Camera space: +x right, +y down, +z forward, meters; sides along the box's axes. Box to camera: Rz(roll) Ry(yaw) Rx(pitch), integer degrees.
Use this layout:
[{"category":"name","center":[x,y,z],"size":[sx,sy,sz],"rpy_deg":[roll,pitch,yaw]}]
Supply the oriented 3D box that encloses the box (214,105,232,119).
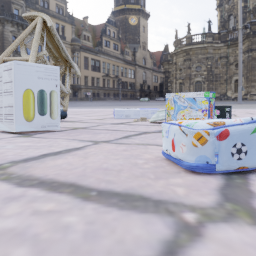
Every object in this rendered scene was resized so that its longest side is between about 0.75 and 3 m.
[{"category":"box","center":[3.134,-0.469,10.287],"size":[1.170,0.727,0.869],"rpy_deg":[1,5,9]}]

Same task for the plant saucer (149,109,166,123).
[{"category":"plant saucer","center":[1.697,-0.588,11.570],"size":[1.741,0.437,1.741],"rpy_deg":[-12,1,0]}]

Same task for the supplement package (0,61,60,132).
[{"category":"supplement package","center":[-2.837,-0.831,7.891],"size":[1.350,1.793,1.360],"rpy_deg":[3,4,44]}]

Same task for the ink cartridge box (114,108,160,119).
[{"category":"ink cartridge box","center":[0.452,-0.791,15.300],"size":[2.440,0.539,1.147],"rpy_deg":[0,6,-5]}]

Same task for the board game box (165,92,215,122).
[{"category":"board game box","center":[1.761,-0.474,8.156],"size":[0.281,1.105,1.633],"rpy_deg":[-2,4,-37]}]

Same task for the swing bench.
[{"category":"swing bench","center":[-3.212,-2.544,10.976],"size":[1.784,2.749,2.735],"rpy_deg":[6,-29,20]}]

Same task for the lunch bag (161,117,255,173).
[{"category":"lunch bag","center":[1.298,0.160,3.636],"size":[1.634,0.617,1.309],"rpy_deg":[-2,3,-11]}]

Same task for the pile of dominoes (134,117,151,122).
[{"category":"pile of dominoes","center":[0.760,-0.437,13.108],"size":[0.998,0.204,1.280],"rpy_deg":[0,5,1]}]

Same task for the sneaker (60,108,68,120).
[{"category":"sneaker","center":[-3.932,-0.957,13.248],"size":[2.789,1.204,1.082],"rpy_deg":[4,6,38]}]
